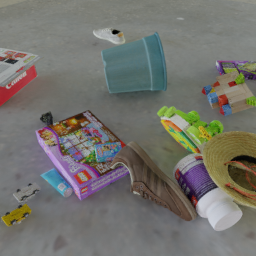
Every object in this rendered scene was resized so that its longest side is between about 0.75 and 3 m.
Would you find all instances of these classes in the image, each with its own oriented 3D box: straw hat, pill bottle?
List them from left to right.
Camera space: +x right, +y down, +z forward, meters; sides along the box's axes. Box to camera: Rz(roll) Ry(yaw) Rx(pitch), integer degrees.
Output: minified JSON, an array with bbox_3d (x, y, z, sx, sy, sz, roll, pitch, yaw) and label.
[{"bbox_3d":[2.049,1.638,7.283,1.047,1.047,1.878,-13,41,-16],"label":"pill bottle"},{"bbox_3d":[3.169,1.384,7.479,2.758,1.167,2.758,1,38,-1],"label":"straw hat"}]

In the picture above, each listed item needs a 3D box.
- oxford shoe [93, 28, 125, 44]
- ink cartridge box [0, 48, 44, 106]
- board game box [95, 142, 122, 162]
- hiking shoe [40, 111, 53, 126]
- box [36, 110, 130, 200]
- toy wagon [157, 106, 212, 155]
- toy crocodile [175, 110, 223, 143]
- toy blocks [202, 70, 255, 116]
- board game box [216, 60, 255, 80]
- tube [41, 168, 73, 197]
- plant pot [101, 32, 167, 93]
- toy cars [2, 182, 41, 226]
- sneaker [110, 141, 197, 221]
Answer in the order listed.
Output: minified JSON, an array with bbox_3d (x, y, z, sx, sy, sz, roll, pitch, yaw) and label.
[{"bbox_3d":[-1.097,-5.489,16.217,2.380,0.687,0.895,30,51,34],"label":"oxford shoe"},{"bbox_3d":[-5.184,-2.123,11.718,2.478,1.184,2.823,13,41,15],"label":"ink cartridge box"},{"bbox_3d":[-0.554,0.696,8.169,0.777,0.175,0.591,-6,40,-10],"label":"board game box"},{"bbox_3d":[-2.987,-0.286,10.241,0.430,0.323,0.854,-16,32,-6],"label":"hiking shoe"},{"bbox_3d":[-1.340,0.664,8.811,2.026,0.579,2.961,-25,46,-27],"label":"box"},{"bbox_3d":[1.709,0.136,8.264,0.453,1.775,2.288,-44,9,-2],"label":"toy wagon"},{"bbox_3d":[2.386,0.032,9.579,0.811,0.742,2.404,-31,44,-31],"label":"toy crocodile"},{"bbox_3d":[3.796,-1.312,10.891,1.525,1.115,2.231,-18,44,9],"label":"toy blocks"},{"bbox_3d":[5.454,-2.742,13.173,2.335,0.377,1.401,1,44,1],"label":"board game box"},{"bbox_3d":[-2.035,1.535,8.037,0.457,0.298,1.181,-23,39,-36],"label":"tube"},{"bbox_3d":[0.209,-2.502,11.480,2.342,2.391,2.391,-10,40,0],"label":"plant pot"},{"bbox_3d":[-2.788,2.034,7.402,0.635,0.313,1.416,9,36,-2],"label":"toy cars"},{"bbox_3d":[0.616,1.573,7.428,0.987,0.920,2.612,-40,69,-9],"label":"sneaker"}]
